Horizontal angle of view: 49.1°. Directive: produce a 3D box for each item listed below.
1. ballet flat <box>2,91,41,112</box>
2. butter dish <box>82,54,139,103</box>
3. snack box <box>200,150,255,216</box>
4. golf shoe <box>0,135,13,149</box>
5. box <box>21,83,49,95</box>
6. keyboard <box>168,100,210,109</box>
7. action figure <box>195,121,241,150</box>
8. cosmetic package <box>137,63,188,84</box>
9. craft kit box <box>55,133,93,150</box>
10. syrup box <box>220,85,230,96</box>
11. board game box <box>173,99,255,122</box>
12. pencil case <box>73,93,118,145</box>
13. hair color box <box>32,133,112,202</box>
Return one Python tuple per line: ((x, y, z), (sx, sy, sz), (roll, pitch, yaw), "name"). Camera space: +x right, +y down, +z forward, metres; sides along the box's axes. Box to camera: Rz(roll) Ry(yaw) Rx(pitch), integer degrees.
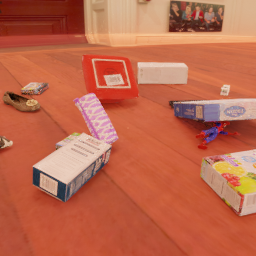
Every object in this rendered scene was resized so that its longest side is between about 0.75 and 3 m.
((-4.639, -1.185, 12.028), (2.399, 0.556, 0.808), (18, 29, 36), "ballet flat")
((-0.952, -1.950, 12.594), (2.322, 1.716, 2.316), (-3, 64, -22), "butter dish")
((3.114, 1.130, 6.561), (2.278, 0.603, 1.620), (-6, 24, -14), "snack box")
((-4.151, 0.396, 8.622), (1.329, 0.513, 0.585), (15, 4, 33), "golf shoe")
((-4.746, -2.030, 14.369), (0.963, 0.266, 1.410), (1, 23, 2), "box")
((2.779, -1.032, 12.102), (1.896, 0.243, 1.138), (-2, 23, -2), "keyboard")
((2.934, 0.131, 8.875), (0.882, 0.582, 1.783), (-2, 18, 39), "action figure")
((1.929, -3.161, 16.089), (2.754, 0.981, 1.397), (1, 23, 1), "cosmetic package")
((-1.516, 0.488, 8.574), (0.997, 0.242, 0.985), (11, 28, 24), "craft kit box")
((4.846, -1.890, 13.955), (0.333, 0.344, 0.846), (10, 24, 23), "syrup box")
((3.397, -0.678, 9.872), (2.801, 0.611, 2.815), (-5, 7, -9), "board game box")
((-0.958, -0.225, 8.376), (0.725, 1.728, 0.739), (-36, -9, 31), "pencil case")
((-1.310, 0.888, 6.928), (0.975, 0.590, 1.950), (23, 31, 18), "hair color box")
